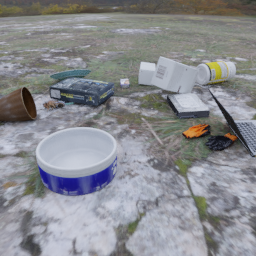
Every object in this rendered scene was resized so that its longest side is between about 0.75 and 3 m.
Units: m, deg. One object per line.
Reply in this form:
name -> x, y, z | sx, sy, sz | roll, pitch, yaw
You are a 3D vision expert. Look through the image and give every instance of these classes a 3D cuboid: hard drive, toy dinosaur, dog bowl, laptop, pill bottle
hard drive -> 2.756, -1.078, 13.112 | 1.445, 0.391, 2.069 | -4, 30, -6
toy dinosaur -> -3.650, -1.095, 12.948 | 0.528, 0.779, 0.334 | 55, 21, 12
dog bowl -> -1.555, 0.954, 8.754 | 2.435, 0.959, 2.435 | 0, 28, 0
laptop -> 4.588, -0.300, 10.394 | 2.786, 1.615, 2.609 | -1, 29, -2
pill bottle -> 5.062, -3.201, 16.156 | 2.109, 1.205, 1.205 | -12, 31, -22

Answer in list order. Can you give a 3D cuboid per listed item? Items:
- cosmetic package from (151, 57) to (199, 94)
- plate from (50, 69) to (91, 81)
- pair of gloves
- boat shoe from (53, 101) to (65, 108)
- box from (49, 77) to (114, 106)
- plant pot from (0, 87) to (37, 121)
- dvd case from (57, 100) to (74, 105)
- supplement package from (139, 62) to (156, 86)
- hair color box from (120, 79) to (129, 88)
cosmetic package -> 2.346, -2.489, 13.617 | 0.999, 1.371, 2.697 | 30, 20, 34
plate -> -3.248, -2.974, 15.989 | 2.376, 0.304, 2.376 | -10, 4, 1
pair of gloves -> 3.107, 0.326, 10.718 | 1.539, 0.214, 1.727 | -22, 38, -37
boat shoe -> -3.343, -1.055, 13.211 | 0.822, 0.297, 0.297 | 1, 32, 23
box -> -2.276, -1.912, 14.213 | 2.655, 0.677, 2.094 | 11, 27, 16
plant pot -> -4.902, -0.852, 11.895 | 1.534, 1.434, 1.434 | -16, 29, 1
dvd case -> -3.127, -1.352, 13.900 | 0.677, 0.102, 0.927 | -11, 28, -20
supplement package -> 1.110, -3.187, 16.376 | 0.895, 0.898, 1.532 | 8, 29, 0
hair color box -> -0.178, -2.529, 15.896 | 0.466, 0.276, 0.853 | -3, 30, -3
